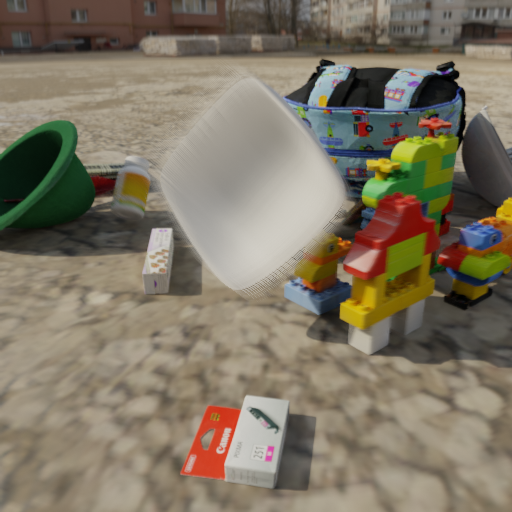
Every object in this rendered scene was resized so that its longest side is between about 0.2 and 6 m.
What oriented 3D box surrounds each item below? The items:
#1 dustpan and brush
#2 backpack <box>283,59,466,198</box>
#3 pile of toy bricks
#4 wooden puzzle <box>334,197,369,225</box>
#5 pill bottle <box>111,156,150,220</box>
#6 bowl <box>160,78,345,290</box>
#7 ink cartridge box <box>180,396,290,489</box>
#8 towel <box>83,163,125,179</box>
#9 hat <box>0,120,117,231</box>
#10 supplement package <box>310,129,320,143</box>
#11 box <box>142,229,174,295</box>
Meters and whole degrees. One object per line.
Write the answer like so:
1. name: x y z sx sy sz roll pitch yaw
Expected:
1. dustpan and brush: 4.874 -1.843 11.684 0.889 2.168 3.106 -26 -2 -5
2. backpack: 2.353 -2.494 11.417 3.636 2.679 3.982 8 24 17
3. pile of toy bricks: 2.332 -0.752 7.966 4.652 2.296 2.581 -19 30 -36
4. wooden puzzle: 2.241 -0.906 10.129 1.841 0.129 1.092 -9 -18 -21
5. pill bottle: -2.293 -1.262 10.369 0.600 1.080 0.600 7 -18 2
6. bowl: 0.013 -0.822 6.706 0.746 1.995 1.997 -8 60 -57
7. ink cartridge box: -0.162 1.650 5.144 0.834 0.209 0.961 5 24 9
8. towel: -3.546 -1.881 12.783 1.836 0.317 1.768 -4 16 -17
9. hat: -3.489 -0.843 10.718 2.525 2.684 3.049 27 73 44
10. supplement package: 0.362 -1.159 9.328 1.565 1.204 1.637 -27 6 27
11. box: -1.482 0.045 8.591 0.339 0.363 1.754 -2 25 -5
